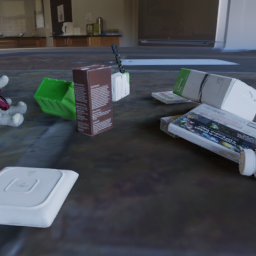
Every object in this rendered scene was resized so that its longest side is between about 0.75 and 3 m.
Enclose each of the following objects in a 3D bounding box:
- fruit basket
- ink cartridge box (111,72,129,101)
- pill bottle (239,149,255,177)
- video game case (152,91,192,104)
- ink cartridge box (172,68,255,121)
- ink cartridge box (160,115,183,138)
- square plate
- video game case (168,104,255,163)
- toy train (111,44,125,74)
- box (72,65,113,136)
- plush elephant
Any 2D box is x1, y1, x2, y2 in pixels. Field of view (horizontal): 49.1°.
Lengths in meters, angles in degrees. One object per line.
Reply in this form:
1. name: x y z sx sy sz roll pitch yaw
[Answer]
1. fruit basket: -2.560 -1.187 12.051 2.290 1.652 2.290 22 -16 7
2. ink cartridge box: -0.558 -2.152 14.440 0.680 1.178 1.619 9 22 22
3. pill bottle: 3.569 0.881 6.796 1.539 0.862 0.862 4 21 9
4. video game case: 2.284 -1.593 14.339 1.574 0.205 1.729 -7 21 -19
5. ink cartridge box: 3.580 -1.390 11.424 2.098 1.211 2.872 16 10 -33
6. ink cartridge box: 2.203 -0.123 10.063 1.850 0.466 1.008 -8 22 -23
7. square plate: -2.374 1.386 6.277 2.054 0.292 2.034 3 21 6
8. video game case: 3.019 0.104 8.861 2.708 0.316 2.462 27 35 30
9. toy train: -0.440 -3.078 12.617 0.266 1.557 0.357 -23 44 -2
10. box: -1.195 -0.983 9.741 0.850 2.270 1.136 17 26 35
11. plush elephant: -5.319 -1.242 10.831 2.578 1.996 2.123 -2 21 -7
